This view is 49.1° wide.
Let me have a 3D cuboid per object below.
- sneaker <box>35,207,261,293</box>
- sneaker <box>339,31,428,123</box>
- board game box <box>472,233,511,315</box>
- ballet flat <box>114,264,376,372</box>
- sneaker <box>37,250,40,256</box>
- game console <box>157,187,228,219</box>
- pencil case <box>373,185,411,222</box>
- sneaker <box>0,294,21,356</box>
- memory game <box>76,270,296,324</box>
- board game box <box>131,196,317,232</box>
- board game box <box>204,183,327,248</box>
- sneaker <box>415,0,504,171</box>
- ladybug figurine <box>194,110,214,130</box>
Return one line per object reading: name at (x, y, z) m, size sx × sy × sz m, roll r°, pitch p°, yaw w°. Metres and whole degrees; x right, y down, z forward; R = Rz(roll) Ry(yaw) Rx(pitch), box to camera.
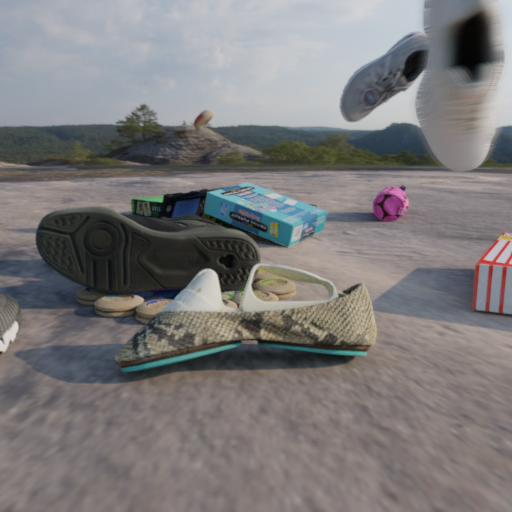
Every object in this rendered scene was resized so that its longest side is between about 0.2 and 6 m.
sneaker at (-1.510, -0.089, 7.905) m, size 2.898 × 1.108 × 1.660 m, roll 3°, pitch 4°, yaw -13°
sneaker at (2.773, -3.758, 11.868) m, size 0.897 × 2.401 × 0.984 m, roll 38°, pitch 16°, yaw -30°
board game box at (4.310, 0.262, 7.674) m, size 2.119 × 0.648 × 2.797 m, roll 6°, pitch 13°, yaw 28°
ballet flat at (-0.083, 0.561, 5.444) m, size 2.538 × 0.956 × 0.861 m, roll -2°, pitch -5°, yaw -9°
sneaker at (-2.866, -0.083, 9.313) m, size 1.790 × 0.748 × 1.081 m, roll 1°, pitch 2°, yaw -1°
game console at (-1.355, -1.082, 13.065) m, size 0.976 × 1.475 × 1.677 m, roll 30°, pitch 24°, yaw 23°
pencil case at (3.803, -1.461, 15.640) m, size 0.956 × 0.926 × 2.040 m, roll 30°, pitch 21°, yaw 10°
sneaker at (-3.058, 0.550, 4.931) m, size 0.888 × 1.209 × 2.673 m, roll 4°, pitch 12°, yaw 16°
memory game at (-0.976, 0.413, 8.089) m, size 3.135 × 0.200 × 3.135 m, roll 0°, pitch 12°, yaw 0°
board game box at (-1.015, -1.281, 15.504) m, size 4.863 × 0.571 × 2.548 m, roll 11°, pitch 18°, yaw 43°
board game box at (0.223, -0.958, 12.362) m, size 2.184 × 0.512 × 1.649 m, roll 23°, pitch 25°, yaw 26°
sneaker at (3.043, -2.492, 8.359) m, size 1.237 × 3.176 × 1.578 m, roll -7°, pitch 38°, yaw 15°
ladybug figurine at (-1.211, -3.084, 12.646) m, size 0.632 × 0.227 × 0.429 m, roll -37°, pitch 4°, yaw 38°
